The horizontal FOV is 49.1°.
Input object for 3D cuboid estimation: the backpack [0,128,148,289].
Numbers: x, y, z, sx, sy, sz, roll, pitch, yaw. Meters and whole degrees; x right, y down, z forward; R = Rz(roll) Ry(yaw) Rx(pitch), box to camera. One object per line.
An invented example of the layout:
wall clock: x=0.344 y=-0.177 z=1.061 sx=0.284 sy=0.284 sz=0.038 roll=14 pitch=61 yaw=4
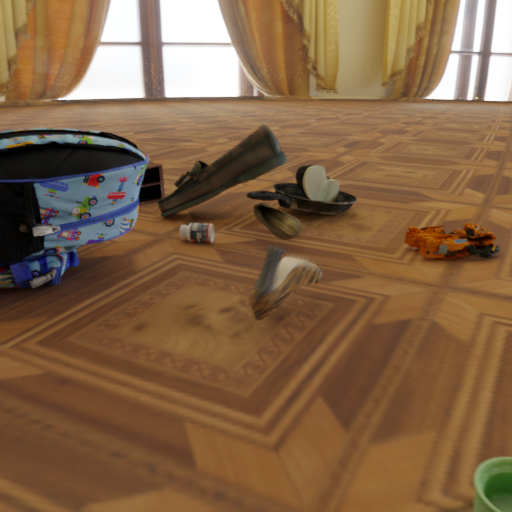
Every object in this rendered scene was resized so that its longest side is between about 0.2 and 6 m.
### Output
backpack: x=-3.892 y=-1.005 z=10.163 sx=3.814 sy=2.566 sz=3.482 roll=-10 pitch=22 yaw=-22

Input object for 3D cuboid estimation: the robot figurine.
robot figurine: x=3.983 y=-0.307 z=11.270 sx=1.750 sy=0.509 sz=1.269 roll=-4 pitch=23 yaw=-12

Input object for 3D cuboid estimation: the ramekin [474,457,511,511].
ramekin: x=2.276 y=2.162 z=4.792 sx=0.824 sy=0.402 sz=0.824 roll=0 pitch=20 yaw=0

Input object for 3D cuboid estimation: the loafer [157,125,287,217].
loafer: x=-0.952 y=-2.013 z=13.396 sx=3.343 sy=1.051 sz=1.201 roll=-23 pitch=10 yaw=10

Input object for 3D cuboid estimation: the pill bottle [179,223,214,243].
pill bottle: x=-1.260 y=-0.489 z=11.916 sx=0.679 sy=0.406 sz=0.406 roll=2 pitch=20 yaw=8

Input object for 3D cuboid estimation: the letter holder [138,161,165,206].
letter holder: x=-3.623 y=-2.055 z=15.310 sx=1.403 sy=0.992 sz=1.973 roll=-18 pitch=27 yaw=-36

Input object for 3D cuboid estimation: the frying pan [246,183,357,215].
frying pan: x=1.244 y=-1.292 z=13.388 sx=2.140 sy=0.576 sz=3.538 roll=13 pitch=18 yaw=14

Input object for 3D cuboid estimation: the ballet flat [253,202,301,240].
ballet flat: x=0.379 y=-0.787 z=11.711 sx=0.549 sy=0.378 sz=1.630 roll=-46 pitch=36 yaw=-3

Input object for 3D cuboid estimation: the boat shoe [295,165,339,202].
boat shoe: x=1.371 y=-1.764 z=13.709 sx=0.733 sy=0.855 sz=2.338 roll=22 pitch=6 yaw=21

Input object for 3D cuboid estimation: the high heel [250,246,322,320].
high heel: x=0.486 y=0.557 z=8.714 sx=0.547 sy=1.091 sz=1.531 roll=13 pitch=-7 yaw=40
